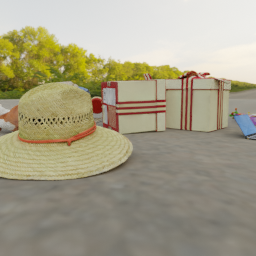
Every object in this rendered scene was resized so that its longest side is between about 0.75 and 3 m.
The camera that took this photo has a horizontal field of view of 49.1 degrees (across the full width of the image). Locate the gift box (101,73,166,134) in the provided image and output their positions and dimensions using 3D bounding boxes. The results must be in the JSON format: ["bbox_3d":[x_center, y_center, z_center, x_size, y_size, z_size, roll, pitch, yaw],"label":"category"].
[{"bbox_3d":[0.202,-0.863,9.403,1.893,1.871,2.027,-5,15,-21],"label":"gift box"}]

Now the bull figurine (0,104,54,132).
[{"bbox_3d":[-2.942,-0.395,8.624,2.930,0.954,1.779,12,35,38],"label":"bull figurine"}]

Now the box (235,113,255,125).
[{"bbox_3d":[5.198,-0.371,11.420,1.181,0.337,1.725,1,8,6],"label":"box"}]

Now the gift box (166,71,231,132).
[{"bbox_3d":[2.601,-0.975,9.778,2.111,1.971,1.948,4,9,35],"label":"gift box"}]

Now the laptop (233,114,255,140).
[{"bbox_3d":[3.643,-0.028,7.816,1.056,0.612,0.989,7,11,44],"label":"laptop"}]

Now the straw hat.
[{"bbox_3d":[-1.291,-0.183,5.094,2.822,1.194,2.822,1,18,0],"label":"straw hat"}]

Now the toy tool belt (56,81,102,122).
[{"bbox_3d":[-2.356,-1.157,12.148,2.872,1.793,1.765,1,16,1],"label":"toy tool belt"}]

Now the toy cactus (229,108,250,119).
[{"bbox_3d":[5.242,-0.588,12.984,0.989,0.506,0.816,10,18,8],"label":"toy cactus"}]
